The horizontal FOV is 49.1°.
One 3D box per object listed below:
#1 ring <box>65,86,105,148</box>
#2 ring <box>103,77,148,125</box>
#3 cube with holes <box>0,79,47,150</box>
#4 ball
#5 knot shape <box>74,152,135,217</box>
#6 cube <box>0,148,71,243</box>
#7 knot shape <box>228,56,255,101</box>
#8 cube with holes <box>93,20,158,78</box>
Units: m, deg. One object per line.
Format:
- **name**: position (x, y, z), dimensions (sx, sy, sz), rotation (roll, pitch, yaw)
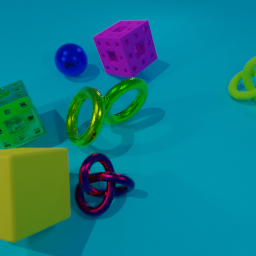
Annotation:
- **ring**: position (-1.064, -0.271, 6.802), dimensions (0.301, 1.504, 1.504), rotation (13, 38, -40)
- **ring**: position (-0.108, -0.663, 7.237), dimensions (1.528, 1.528, 0.306), rotation (-29, 62, -22)
- **cube with holes**: position (-2.856, -0.323, 6.940), dimensions (1.131, 1.131, 1.131), rotation (-26, 36, -13)
- **ball**: position (-1.783, -2.134, 8.804), dimensions (1.037, 1.037, 1.037), rotation (0, 50, 0)
- **knot shape**: position (-0.596, 1.125, 5.928), dimensions (1.343, 1.256, 0.620), rotation (-23, 21, -4)
- **cube**: position (-2.046, 1.107, 5.200), dimensions (1.372, 1.372, 1.372), rotation (-2, 90, 28)
- **knot shape**: position (3.674, -1.369, 7.895), dimensions (0.698, 1.413, 1.510), rotation (-18, 43, -42)
- **cube with holes**: position (-0.062, -2.467, 8.656), dimensions (1.237, 1.237, 1.237), rotation (20, 51, 43)
